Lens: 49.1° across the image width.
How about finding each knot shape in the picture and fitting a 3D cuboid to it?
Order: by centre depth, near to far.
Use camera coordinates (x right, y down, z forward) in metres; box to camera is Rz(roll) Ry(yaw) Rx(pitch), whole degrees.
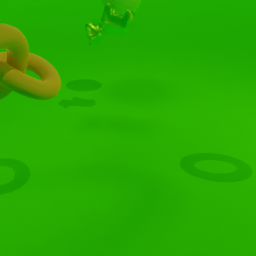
[{"bbox_3d":[-1.927,-0.888,4.331,1.838,0.908,1.964,1,-1,-41],"label":"knot shape"}]

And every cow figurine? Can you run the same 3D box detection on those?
[{"bbox_3d":[-0.539,-2.807,7.922,1.298,1.277,0.712,20,13,4],"label":"cow figurine"}]

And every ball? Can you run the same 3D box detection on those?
[{"bbox_3d":[-0.218,-4.250,8.926,1.317,1.317,1.317,0,30,0],"label":"ball"}]
